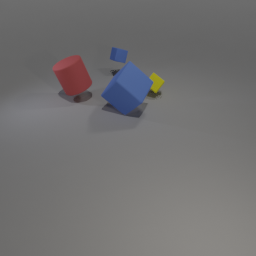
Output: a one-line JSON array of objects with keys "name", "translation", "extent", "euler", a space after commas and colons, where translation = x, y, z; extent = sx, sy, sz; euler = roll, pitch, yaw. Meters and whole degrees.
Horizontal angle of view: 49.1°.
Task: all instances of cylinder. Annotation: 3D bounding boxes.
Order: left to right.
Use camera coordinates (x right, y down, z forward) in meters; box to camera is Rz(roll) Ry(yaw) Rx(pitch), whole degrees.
[{"name": "cylinder", "translation": [-2.583, -2.464, 13.117], "extent": [1.400, 1.400, 1.400], "euler": [-16, 33, 11]}]

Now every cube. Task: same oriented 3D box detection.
[{"name": "cube", "translation": [-0.526, -4.129, 15.858], "extent": [0.700, 0.700, 0.700], "euler": [3, 19, -32]}, {"name": "cube", "translation": [-0.031, -1.682, 12.038], "extent": [1.400, 1.400, 1.400], "euler": [39, 54, -14]}, {"name": "cube", "translation": [1.321, -2.212, 13.833], "extent": [0.700, 0.700, 0.700], "euler": [39, 7, 2]}]
